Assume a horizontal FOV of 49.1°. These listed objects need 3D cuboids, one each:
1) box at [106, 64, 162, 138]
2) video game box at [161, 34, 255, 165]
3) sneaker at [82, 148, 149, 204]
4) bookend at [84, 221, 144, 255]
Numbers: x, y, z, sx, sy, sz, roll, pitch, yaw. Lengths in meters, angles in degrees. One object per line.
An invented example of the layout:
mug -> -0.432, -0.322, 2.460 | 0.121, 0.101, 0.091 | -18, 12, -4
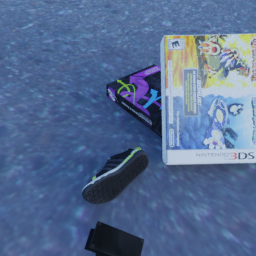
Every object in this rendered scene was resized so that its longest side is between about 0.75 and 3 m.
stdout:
box -> 0.924, -0.824, 7.812 | 1.911, 0.482, 2.673 | -28, 50, -28
video game box -> 1.993, -0.592, 6.027 | 2.498, 2.741, 0.642 | -2, 1, -2
sneaker -> -0.282, 0.942, 5.783 | 1.622, 0.582, 0.672 | -31, 28, -24
bookend -> -0.318, 1.765, 4.265 | 0.801, 0.806, 0.371 | 28, 58, -17
